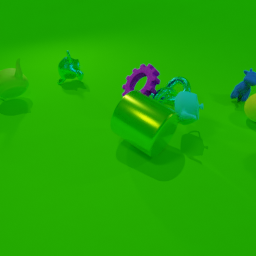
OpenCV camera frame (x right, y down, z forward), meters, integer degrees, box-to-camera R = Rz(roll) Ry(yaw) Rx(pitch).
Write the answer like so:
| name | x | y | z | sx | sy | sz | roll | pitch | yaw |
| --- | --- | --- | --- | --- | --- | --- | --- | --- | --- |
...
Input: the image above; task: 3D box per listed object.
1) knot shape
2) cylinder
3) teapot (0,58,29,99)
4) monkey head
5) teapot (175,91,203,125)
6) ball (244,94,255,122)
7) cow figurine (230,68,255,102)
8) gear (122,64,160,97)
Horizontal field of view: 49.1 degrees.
| name | x | y | z | sx | sy | sz | roll | pitch | yaw |
| --- | --- | --- | --- | --- | --- | --- | --- | --- | --- |
| knot shape | 1.152 | -0.967 | 8.875 | 1.437 | 0.710 | 1.536 | -38 | 12 | -37 |
| cylinder | 0.435 | -0.126 | 7.227 | 1.299 | 1.299 | 1.299 | 33 | 45 | 24 |
| teapot | -3.919 | -1.582 | 9.334 | 1.136 | 1.826 | 0.894 | -13 | 75 | -50 |
| monkey head | -2.171 | -2.173 | 10.570 | 0.830 | 1.377 | 0.991 | -1 | 37 | -41 |
| teapot | 1.648 | -0.522 | 7.502 | 0.723 | 0.918 | 1.476 | -4 | 25 | 18 |
| ball | 3.966 | -0.608 | 8.399 | 0.885 | 0.885 | 0.885 | 0 | 35 | 0 |
| cow figurine | 3.839 | -1.392 | 9.196 | 0.585 | 1.048 | 1.065 | 25 | 9 | 5 |
| gear | 0.385 | -1.347 | 8.667 | 0.246 | 1.330 | 1.330 | 31 | 13 | -41 |
